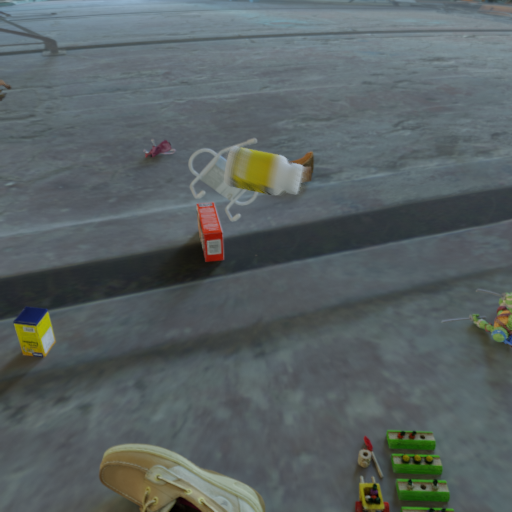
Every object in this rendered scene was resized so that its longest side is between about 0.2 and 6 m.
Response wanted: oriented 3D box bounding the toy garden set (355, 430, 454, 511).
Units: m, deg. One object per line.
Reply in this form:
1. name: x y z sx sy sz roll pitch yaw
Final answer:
1. toy garden set: 1.813 2.742 7.131 1.174 0.281 1.409 1 32 2

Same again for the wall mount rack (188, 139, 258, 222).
1. wall mount rack: -0.263 -1.219 8.608 1.472 1.279 0.549 31 20 -44

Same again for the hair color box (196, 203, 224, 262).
1. hair color box: -0.988 -0.528 11.942 0.421 0.697 1.373 -6 32 -8

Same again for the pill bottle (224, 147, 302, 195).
1. pill bottle: 0.095 -1.006 6.779 0.878 0.489 0.489 12 34 7

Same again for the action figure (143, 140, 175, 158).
1. action figure: -2.893 -3.040 16.328 0.859 0.575 0.640 -40 93 -29

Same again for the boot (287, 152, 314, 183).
1. boot: 0.952 -2.395 15.150 1.176 0.581 1.514 2 39 11

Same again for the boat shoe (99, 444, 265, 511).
1. boat shoe: -0.977 2.826 6.533 2.107 0.780 0.699 11 28 16

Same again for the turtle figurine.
1. turtle figurine: 4.102 0.857 9.554 1.276 0.918 1.237 29 38 32

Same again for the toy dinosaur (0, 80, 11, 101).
1. toy dinosaur: -4.427 -2.948 9.337 0.410 0.955 0.647 -14 34 -7

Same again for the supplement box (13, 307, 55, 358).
1. supplement box: -3.595 1.239 9.103 0.396 0.723 0.393 5 33 8
